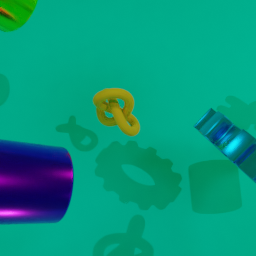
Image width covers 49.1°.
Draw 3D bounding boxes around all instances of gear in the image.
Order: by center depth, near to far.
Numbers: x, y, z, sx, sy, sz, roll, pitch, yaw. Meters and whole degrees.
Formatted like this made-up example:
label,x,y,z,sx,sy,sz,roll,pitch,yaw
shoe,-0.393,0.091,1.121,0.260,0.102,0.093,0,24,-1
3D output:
label,x,y,z,sx,sy,sz,roll,pitch,yaw
gear,1.878,0.548,4.104,2.073,2.073,0.383,43,100,5

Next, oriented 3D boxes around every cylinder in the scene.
label,x,y,z,sx,sy,sz,roll,pitch,yaw
cylinder,-1.782,-1.839,3.539,0.923,0.923,0.923,-5,79,28
cylinder,-1.507,0.766,3.962,1.131,1.131,1.131,11,81,-33

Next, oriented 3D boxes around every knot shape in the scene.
label,x,y,z,sx,sy,sz,roll,pitch,yaw
knot shape,-0.177,-0.275,5.203,1.046,1.118,0.516,46,71,-6
